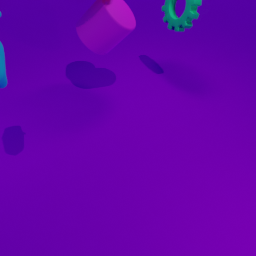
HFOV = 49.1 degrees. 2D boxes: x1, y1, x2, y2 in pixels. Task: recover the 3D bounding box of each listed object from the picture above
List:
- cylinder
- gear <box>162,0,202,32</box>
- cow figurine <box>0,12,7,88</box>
[{"bbox_3d":[-0.681,-3.174,8.585,1.341,1.341,1.341,28,47,-35],"label":"cylinder"},{"bbox_3d":[1.726,-4.020,9.220,0.291,1.575,1.575,-9,40,-31],"label":"gear"},{"bbox_3d":[-2.425,-1.365,4.690,0.738,1.323,1.345,-10,85,-21],"label":"cow figurine"}]
